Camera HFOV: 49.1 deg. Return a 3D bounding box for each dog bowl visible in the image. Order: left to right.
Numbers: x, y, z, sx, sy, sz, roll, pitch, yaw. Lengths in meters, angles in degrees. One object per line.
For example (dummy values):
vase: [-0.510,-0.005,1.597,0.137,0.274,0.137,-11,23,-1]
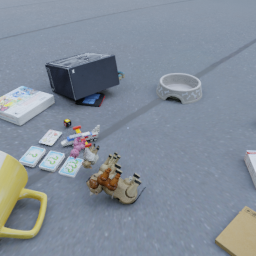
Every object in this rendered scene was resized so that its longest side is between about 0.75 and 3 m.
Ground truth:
dog bowl: [2.542,-2.016,13.818,2.276,0.667,2.276,0,34,0]

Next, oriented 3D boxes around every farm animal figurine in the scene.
farm animal figurine: [-0.806,1.394,8.417,1.824,1.136,2.259,21,13,-43]

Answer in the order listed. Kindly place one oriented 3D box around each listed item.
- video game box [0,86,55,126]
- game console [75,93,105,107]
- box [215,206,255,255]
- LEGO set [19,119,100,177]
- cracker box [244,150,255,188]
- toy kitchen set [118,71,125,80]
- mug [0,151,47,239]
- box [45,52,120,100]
video game box: [-4.801,-1.063,12.583,2.007,0.516,2.203,19,39,22]
game console: [-1.774,-1.382,13.321,1.220,0.189,1.079,6,35,10]
box: [3.443,2.998,7.039,1.594,0.207,1.950,-28,44,-33]
LEGO set: [-2.346,0.471,10.305,2.070,0.680,2.772,12,37,11]
cracker box: [4.531,1.370,9.169,0.999,0.430,1.492,3,36,4]
toy kitchen set: [-0.635,-3.002,15.374,0.821,0.484,0.658,24,41,30]
mug: [-3.661,1.910,7.131,2.606,2.087,2.140,-4,43,5]
box: [-2.191,-2.573,13.467,2.532,1.560,2.512,-25,28,-30]
